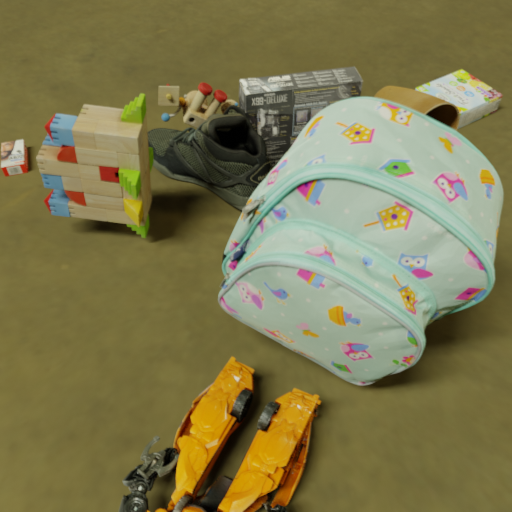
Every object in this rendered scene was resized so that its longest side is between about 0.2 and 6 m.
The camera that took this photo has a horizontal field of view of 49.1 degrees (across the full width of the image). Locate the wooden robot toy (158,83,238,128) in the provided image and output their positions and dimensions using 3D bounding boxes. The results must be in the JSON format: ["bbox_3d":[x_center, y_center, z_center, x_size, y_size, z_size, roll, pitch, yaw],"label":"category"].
[{"bbox_3d":[-1.110,-3.336,12.357,2.494,1.099,1.132,18,34,-31],"label":"wooden robot toy"}]

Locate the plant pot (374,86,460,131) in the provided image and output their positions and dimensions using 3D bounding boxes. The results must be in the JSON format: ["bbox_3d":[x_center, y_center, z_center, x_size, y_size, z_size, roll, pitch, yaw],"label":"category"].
[{"bbox_3d":[3.060,-2.787,11.354,1.405,1.405,1.507,-22,50,-19],"label":"plant pot"}]

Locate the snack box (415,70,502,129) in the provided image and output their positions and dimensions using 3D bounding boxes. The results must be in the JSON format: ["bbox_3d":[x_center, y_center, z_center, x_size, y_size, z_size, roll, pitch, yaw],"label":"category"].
[{"bbox_3d":[4.916,-3.831,13.754,1.625,0.550,1.370,-27,54,-20],"label":"snack box"}]

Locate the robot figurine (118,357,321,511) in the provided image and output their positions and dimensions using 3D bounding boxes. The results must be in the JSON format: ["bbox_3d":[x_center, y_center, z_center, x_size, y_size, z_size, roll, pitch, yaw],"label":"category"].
[{"bbox_3d":[-0.402,2.948,7.542,2.219,0.891,3.061,21,51,18],"label":"robot figurine"}]

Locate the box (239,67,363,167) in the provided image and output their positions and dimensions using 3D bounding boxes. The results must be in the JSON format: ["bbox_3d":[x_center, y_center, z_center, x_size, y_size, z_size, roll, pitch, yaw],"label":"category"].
[{"bbox_3d":[0.899,-2.903,11.994,2.489,1.962,0.619,-9,49,-7],"label":"box"}]

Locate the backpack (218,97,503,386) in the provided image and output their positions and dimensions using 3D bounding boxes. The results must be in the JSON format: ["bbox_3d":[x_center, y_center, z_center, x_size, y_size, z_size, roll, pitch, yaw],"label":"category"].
[{"bbox_3d":[1.403,-0.108,7.825,3.296,3.750,2.875,32,50,-5],"label":"backpack"}]

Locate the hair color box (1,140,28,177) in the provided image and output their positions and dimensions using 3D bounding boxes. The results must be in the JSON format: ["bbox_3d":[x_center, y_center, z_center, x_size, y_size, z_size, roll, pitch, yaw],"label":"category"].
[{"bbox_3d":[-5.389,-2.187,12.479,0.497,0.287,0.897,-13,49,-11],"label":"hair color box"}]

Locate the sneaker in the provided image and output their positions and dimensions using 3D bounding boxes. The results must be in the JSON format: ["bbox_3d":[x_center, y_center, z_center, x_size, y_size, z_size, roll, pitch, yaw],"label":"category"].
[{"bbox_3d":[-1.089,-2.362,11.544,3.432,1.966,1.312,29,55,30],"label":"sneaker"}]

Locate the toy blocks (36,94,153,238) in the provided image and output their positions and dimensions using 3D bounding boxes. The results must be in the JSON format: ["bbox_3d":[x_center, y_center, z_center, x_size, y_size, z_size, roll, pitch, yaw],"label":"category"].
[{"bbox_3d":[-2.882,-1.578,9.821,1.902,2.782,1.390,7,50,-2],"label":"toy blocks"}]
